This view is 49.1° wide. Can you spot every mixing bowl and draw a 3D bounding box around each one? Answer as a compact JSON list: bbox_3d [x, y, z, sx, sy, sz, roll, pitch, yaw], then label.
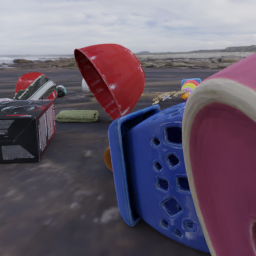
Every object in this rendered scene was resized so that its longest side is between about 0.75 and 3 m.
[{"bbox_3d":[-3.613,-1.607,10.798,1.635,0.885,1.635,0,30,0],"label":"mixing bowl"},{"bbox_3d":[-0.332,-1.342,7.262,1.176,2.171,2.171,-34,24,-13],"label":"mixing bowl"}]

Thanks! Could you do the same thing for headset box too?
[{"bbox_3d":[-2.337,-0.044,5.471,1.584,0.822,2.128,-1,16,-5],"label":"headset box"}]

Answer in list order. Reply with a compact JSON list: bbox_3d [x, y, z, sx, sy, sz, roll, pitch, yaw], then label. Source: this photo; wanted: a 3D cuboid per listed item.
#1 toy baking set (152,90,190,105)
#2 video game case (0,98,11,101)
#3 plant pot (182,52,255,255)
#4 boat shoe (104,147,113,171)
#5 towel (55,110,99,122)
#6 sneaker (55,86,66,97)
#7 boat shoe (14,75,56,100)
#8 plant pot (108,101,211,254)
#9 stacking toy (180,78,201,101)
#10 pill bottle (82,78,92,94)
[{"bbox_3d":[1.539,-1.229,10.711,1.756,0.204,1.348,-21,7,-15],"label":"toy baking set"},{"bbox_3d":[-4.732,-0.720,9.448,2.052,0.235,1.868,-12,18,-42],"label":"video game case"},{"bbox_3d":[1.657,0.245,1.349,2.338,2.612,2.612,-16,15,-3],"label":"plant pot"},{"bbox_3d":[0.691,0.346,4.078,2.052,0.722,0.722,6,18,22],"label":"boat shoe"},{"bbox_3d":[-1.411,-0.331,7.906,1.160,0.212,0.861,0,15,-2],"label":"towel"},{"bbox_3d":[-3.381,-1.582,12.616,1.374,0.533,0.627,3,28,32],"label":"sneaker"},{"bbox_3d":[-2.599,-0.695,7.154,1.663,0.529,0.588,-48,-4,-20],"label":"boat shoe"},{"bbox_3d":[0.545,0.351,3.029,1.179,1.312,1.312,-1,12,28],"label":"plant pot"},{"bbox_3d":[2.496,-1.456,11.571,0.888,0.840,1.531,-1,23,27],"label":"stacking toy"},{"bbox_3d":[-1.078,-1.959,12.800,1.855,1.016,1.016,5,15,15],"label":"pill bottle"}]
